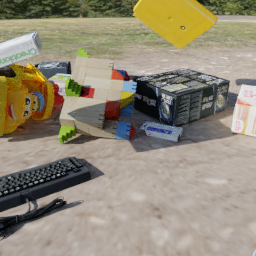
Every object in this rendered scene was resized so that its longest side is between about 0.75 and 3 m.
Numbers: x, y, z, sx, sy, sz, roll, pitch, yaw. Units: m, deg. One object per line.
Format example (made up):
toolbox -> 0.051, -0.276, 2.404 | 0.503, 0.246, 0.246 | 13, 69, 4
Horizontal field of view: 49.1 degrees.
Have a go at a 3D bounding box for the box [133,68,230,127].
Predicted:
box -> 1.756, -1.126, 9.453 | 2.532, 1.091, 2.074 | -18, 31, -32

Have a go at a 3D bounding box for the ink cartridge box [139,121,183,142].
ink cartridge box -> 0.937, 0.083, 8.010 | 1.153, 0.214, 0.546 | 13, 30, 20

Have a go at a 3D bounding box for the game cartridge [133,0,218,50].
game cartridge -> 1.444, -3.680, 9.138 | 2.237, 0.363, 1.972 | 32, -20, -16

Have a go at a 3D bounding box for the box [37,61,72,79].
box -> -3.256, -2.433, 12.471 | 1.341, 0.831, 1.318 | -2, 28, -5

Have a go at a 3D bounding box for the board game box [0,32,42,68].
board game box -> -2.597, -1.305, 5.256 | 1.928, 0.334, 1.217 | -21, 26, -5

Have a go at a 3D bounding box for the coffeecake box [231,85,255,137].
coffeecake box -> 4.524, -0.419, 8.180 | 2.592, 0.947, 1.990 | 11, 28, 22

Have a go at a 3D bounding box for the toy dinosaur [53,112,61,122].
toy dinosaur -> -1.161, -0.753, 9.036 | 2.767, 1.065, 1.415 | -36, 39, -18

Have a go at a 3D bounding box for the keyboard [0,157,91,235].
keyboard -> -2.044, 1.265, 5.531 | 2.742, 0.282, 1.742 | -16, 30, -28

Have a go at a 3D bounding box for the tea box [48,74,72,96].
tea box -> -2.550, -1.726, 11.205 | 0.954, 0.638, 0.939 | 6, 28, 11

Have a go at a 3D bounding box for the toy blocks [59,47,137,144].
toy blocks -> -0.651, -0.871, 7.939 | 1.990, 1.454, 2.911 | 7, 59, 0

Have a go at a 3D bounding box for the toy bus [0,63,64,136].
toy bus -> -3.234, -1.010, 8.691 | 2.803, 1.981, 2.920 | 2, 23, -34

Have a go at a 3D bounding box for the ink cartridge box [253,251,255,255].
ink cartridge box -> 2.303, 2.144, 2.205 | 2.750, 1.593, 0.917 | 22, 34, 38

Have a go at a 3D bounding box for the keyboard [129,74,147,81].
keyboard -> 0.696, -2.407, 13.002 | 1.573, 0.312, 0.819 | 3, 26, 8

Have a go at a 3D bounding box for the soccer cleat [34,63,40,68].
soccer cleat -> -4.775, -2.595, 13.247 | 1.951, 0.631, 0.816 | -14, -6, -13
